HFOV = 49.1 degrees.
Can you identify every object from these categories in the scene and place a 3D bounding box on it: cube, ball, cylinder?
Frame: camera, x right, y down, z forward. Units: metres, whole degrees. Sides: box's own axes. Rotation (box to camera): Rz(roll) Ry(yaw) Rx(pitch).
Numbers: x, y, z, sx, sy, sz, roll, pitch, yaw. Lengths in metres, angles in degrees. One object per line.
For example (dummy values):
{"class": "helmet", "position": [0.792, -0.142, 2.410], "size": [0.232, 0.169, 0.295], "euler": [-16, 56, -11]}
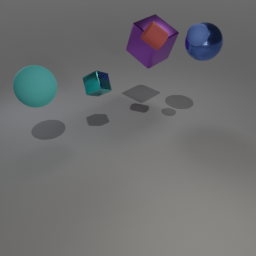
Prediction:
{"class": "cube", "position": [0.995, -3.635, 11.774], "size": [1.400, 1.400, 1.400], "euler": [-35, 70, -33]}
{"class": "ball", "position": [2.873, -3.262, 10.633], "size": [1.400, 1.400, 1.400], "euler": [0, 32, 0]}
{"class": "cylinder", "position": [0.920, -3.170, 9.648], "size": [0.700, 0.700, 0.700], "euler": [32, 28, -17]}
{"class": "cube", "position": [-1.131, -1.616, 10.305], "size": [0.700, 0.700, 0.700], "euler": [-18, -9, 32]}
{"class": "ball", "position": [2.277, -3.047, 9.153], "size": [0.700, 0.700, 0.700], "euler": [0, 32, 0]}
{"class": "ball", "position": [-3.085, -1.380, 9.346], "size": [1.400, 1.400, 1.400], "euler": [0, 32, 0]}
